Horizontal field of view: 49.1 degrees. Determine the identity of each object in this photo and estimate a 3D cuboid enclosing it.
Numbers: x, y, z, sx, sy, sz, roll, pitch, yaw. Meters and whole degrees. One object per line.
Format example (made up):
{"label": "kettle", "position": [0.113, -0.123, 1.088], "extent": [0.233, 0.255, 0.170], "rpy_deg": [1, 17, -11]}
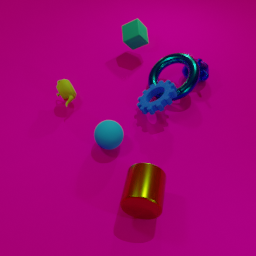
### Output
{"label": "ring", "position": [1.555, -1.778, 9.685], "extent": [1.856, 0.371, 1.856], "rpy_deg": [-12, 63, 24]}
{"label": "gear", "position": [0.921, -0.989, 8.974], "extent": [1.336, 0.247, 1.336], "rpy_deg": [-26, 34, 20]}
{"label": "teapot", "position": [-2.052, -1.177, 9.180], "extent": [0.574, 0.729, 1.173], "rpy_deg": [-29, 59, -3]}
{"label": "teapot", "position": [2.466, -2.166, 10.161], "extent": [0.991, 0.780, 1.594], "rpy_deg": [-1, 38, -22]}
{"label": "ball", "position": [-0.560, 0.200, 8.182], "extent": [0.861, 0.861, 0.861], "rpy_deg": [0, 50, 0]}
{"label": "cube", "position": [0.275, -3.596, 10.813], "extent": [0.737, 0.737, 0.737], "rpy_deg": [-15, 70, 29]}
{"label": "cylinder", "position": [0.388, 1.531, 6.806], "extent": [1.003, 1.003, 1.003], "rpy_deg": [9, 46, 7]}
